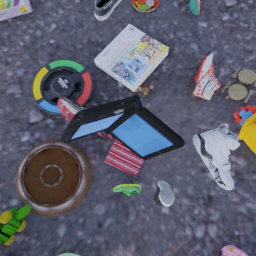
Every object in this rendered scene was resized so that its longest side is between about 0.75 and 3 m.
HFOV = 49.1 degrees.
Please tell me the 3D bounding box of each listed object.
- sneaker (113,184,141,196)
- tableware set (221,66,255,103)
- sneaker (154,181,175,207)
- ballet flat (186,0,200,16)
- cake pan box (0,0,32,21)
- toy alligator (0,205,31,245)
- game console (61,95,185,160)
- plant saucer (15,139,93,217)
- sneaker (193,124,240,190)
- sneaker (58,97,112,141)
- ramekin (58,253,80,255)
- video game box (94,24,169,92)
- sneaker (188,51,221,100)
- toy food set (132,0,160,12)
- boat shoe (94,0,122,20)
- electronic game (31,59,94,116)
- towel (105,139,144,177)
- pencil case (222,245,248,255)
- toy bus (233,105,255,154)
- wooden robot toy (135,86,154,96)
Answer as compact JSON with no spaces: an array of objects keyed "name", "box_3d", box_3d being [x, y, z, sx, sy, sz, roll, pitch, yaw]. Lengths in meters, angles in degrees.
[{"name":"sneaker","box_3d":[-0.037,2.305,10.371,1.029,0.381,0.430,-3,68,-1]},{"name":"tableware set","box_3d":[4.777,-1.768,11.732,1.112,0.337,1.682,30,68,22]},{"name":"sneaker","box_3d":[1.016,2.042,7.977,0.432,1.221,0.606,10,106,-4]},{"name":"ballet flat","box_3d":[3.023,-5.952,12.980,0.540,0.583,1.653,-20,76,-21]},{"name":"cake pan box","box_3d":[-6.012,-6.252,12.991,2.492,0.708,2.706,-17,73,-8]},{"name":"toy alligator","box_3d":[-4.531,3.726,9.758,2.849,0.845,0.773,-50,37,-12]},{"name":"game console","box_3d":[-0.327,0.365,8.022,2.548,2.897,1.686,-18,82,-24]},{"name":"plant saucer","box_3d":[-2.814,1.798,10.508,2.944,0.472,2.944,0,73,0]},{"name":"sneaker","box_3d":[2.884,0.856,8.289,1.156,0.756,2.012,-31,95,23]},{"name":"sneaker","box_3d":[-1.598,-0.456,10.938,2.478,0.999,0.925,32,65,-10]},{"name":"ramekin","box_3d":[-1.965,4.922,9.345,1.459,0.713,1.459,0,72,0]},{"name":"video game box","box_3d":[0.163,-3.036,11.943,2.178,0.560,2.391,37,76,19]},{"name":"sneaker","box_3d":[3.394,-2.144,11.668,1.095,0.682,2.044,26,77,7]},{"name":"toy food set","box_3d":[0.837,-5.962,13.084,1.296,0.315,1.283,-40,76,-12]},{"name":"boat shoe","box_3d":[-0.780,-6.231,12.861,0.951,0.898,2.650,28,74,9]},{"name":"electronic game","box_3d":[-2.704,-1.706,11.588,2.572,0.535,2.572,0,72,0]},{"name":"towel","box_3d":[0.101,0.759,10.966,1.378,0.214,1.905,25,76,6]},{"name":"pencil case","box_3d":[3.280,4.954,9.285,0.829,0.866,2.002,37,72,-25]},{"name":"toy bus","box_3d":[5.387,-0.200,10.699,2.424,1.645,2.327,-33,59,-12]},{"name":"wooden robot toy","box_3d":[0.682,-1.533,11.656,0.829,0.365,0.376,-7,85,1]}]
